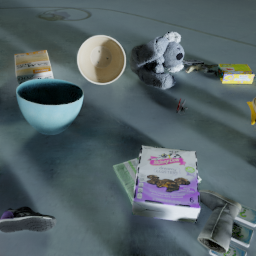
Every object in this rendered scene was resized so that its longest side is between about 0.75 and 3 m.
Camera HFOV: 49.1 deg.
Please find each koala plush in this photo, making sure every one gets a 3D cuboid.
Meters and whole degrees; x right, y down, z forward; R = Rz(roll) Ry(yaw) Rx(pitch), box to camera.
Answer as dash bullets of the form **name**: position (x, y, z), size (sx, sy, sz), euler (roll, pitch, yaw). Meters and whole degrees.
- **koala plush**: position (1.749, -3.561, 14.089), size (2.760, 2.447, 2.536), euler (-32, 29, -29)

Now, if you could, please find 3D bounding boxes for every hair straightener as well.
- **hair straightener**: position (2.413, -0.926, 12.334), size (0.448, 0.238, 1.164), euler (12, 37, 14)

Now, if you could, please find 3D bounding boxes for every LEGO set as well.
- **LEGO set**: position (3.656, 2.951, 7.101), size (2.572, 0.631, 1.921), euler (20, 43, 28)

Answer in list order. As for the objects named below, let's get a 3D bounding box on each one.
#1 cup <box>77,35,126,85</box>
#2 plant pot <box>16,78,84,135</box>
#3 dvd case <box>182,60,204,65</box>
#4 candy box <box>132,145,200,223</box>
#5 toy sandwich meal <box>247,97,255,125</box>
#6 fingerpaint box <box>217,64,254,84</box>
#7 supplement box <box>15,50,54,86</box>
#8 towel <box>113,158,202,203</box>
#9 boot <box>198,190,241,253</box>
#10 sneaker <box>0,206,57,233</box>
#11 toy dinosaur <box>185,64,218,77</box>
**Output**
- **cup**: position (-1.348, -3.548, 14.322), size (2.342, 2.342, 1.675), euler (-3, 21, -4)
- **plant pot**: position (-2.982, -0.700, 10.783), size (2.413, 1.625, 2.413), euler (7, 30, -4)
- **dvd case**: position (3.641, -3.686, 15.711), size (0.790, 0.130, 1.051), euler (-9, 23, -17)
- **candy box**: position (1.129, 1.573, 8.285), size (1.779, 0.759, 2.121), euler (5, 41, 6)
- **toy sandwich meal**: position (5.351, -0.470, 11.175), size (1.826, 0.625, 1.826), euler (22, 50, -29)
- **fingerpaint box**: position (5.535, -2.813, 14.501), size (1.497, 0.549, 1.249), euler (0, 37, 2)
- **supplement box**: position (-4.775, -2.941, 14.291), size (1.702, 0.993, 2.700), euler (-13, 40, -15)
- **towel**: position (0.930, 1.536, 9.200), size (2.375, 0.278, 1.811), euler (-16, 40, -17)
- **boot**: position (2.283, 2.516, 7.720), size (1.404, 0.560, 1.544), euler (13, 46, 36)
- **sneaker**: position (-2.755, 2.444, 7.803), size (1.560, 0.591, 0.683), euler (-1, 33, -1)
- **toy dinosaur**: position (4.263, -3.172, 15.042), size (2.219, 0.527, 0.978), euler (-4, 32, -10)
